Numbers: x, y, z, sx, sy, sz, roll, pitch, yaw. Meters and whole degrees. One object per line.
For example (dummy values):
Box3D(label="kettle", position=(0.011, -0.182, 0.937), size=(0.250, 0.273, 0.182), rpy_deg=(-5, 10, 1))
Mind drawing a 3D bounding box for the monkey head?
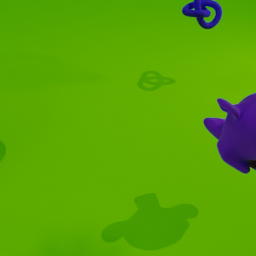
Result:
Box3D(label="monkey head", position=(1.623, -0.065, 3.746), size=(1.712, 1.032, 1.232), rpy_deg=(3, 32, -28))

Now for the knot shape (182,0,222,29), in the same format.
Box3D(label="knot shape", position=(1.947, -3.010, 7.181), size=(1.023, 0.505, 1.094), rpy_deg=(30, 59, -17))
